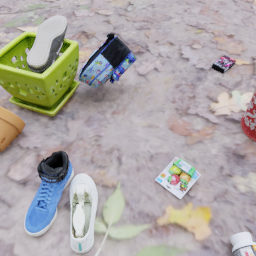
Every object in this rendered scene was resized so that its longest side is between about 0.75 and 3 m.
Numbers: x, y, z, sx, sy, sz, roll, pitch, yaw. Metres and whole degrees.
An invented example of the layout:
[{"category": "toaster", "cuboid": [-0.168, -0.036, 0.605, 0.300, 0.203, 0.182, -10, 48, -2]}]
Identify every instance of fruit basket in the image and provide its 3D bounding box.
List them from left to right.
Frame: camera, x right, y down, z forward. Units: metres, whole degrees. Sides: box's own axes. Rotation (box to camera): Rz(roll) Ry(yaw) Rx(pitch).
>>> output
[{"category": "fruit basket", "cuboid": [1.667, 1.611, 9.314, 1.066, 0.539, 1.151, 36, 60, 28]}]

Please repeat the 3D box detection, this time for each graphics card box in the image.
[{"category": "graphics card box", "cuboid": [4.725, -3.154, 13.809, 1.112, 0.283, 0.697, -37, 58, -28]}]

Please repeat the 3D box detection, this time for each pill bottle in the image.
[{"category": "pill bottle", "cuboid": [3.235, 3.492, 7.482, 0.714, 0.714, 1.226, -6, 48, -5]}]

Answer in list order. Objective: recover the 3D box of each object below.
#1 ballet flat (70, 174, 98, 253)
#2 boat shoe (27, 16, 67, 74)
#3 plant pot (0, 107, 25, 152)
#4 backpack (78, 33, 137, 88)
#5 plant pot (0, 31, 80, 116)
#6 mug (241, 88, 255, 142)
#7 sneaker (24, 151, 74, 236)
[{"category": "ballet flat", "cuboid": [-1.372, 2.330, 8.437, 0.913, 0.913, 2.629, -4, 48, -4]}, {"category": "boat shoe", "cuboid": [-3.023, -3.095, 10.557, 0.965, 0.823, 2.888, 13, 57, 0]}, {"category": "plant pot", "cuboid": [-4.797, 0.058, 10.081, 1.753, 1.753, 1.227, 13, 66, 12]}, {"category": "backpack", "cuboid": [-0.949, -2.487, 11.447, 1.490, 2.022, 2.214, 42, 86, -12]}, {"category": "plant pot", "cuboid": [-3.536, -2.102, 11.417, 2.605, 2.364, 2.592, 16, 49, 16]}, {"category": "mug", "cuboid": [5.510, -0.933, 9.931, 2.416, 2.722, 1.816, -7, 52, 4]}, {"category": "sneaker", "cuboid": [-2.457, 1.835, 8.492, 0.983, 1.424, 2.561, 14, 49, 13]}]
